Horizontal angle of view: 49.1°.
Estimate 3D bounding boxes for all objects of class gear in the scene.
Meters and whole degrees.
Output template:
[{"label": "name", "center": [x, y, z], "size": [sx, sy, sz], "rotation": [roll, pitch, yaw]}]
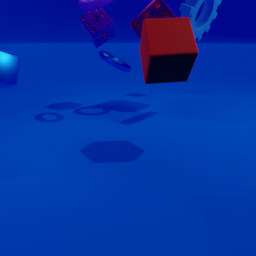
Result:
[{"label": "gear", "center": [2.144, -3.478, 8.377], "size": [0.339, 1.830, 1.830], "rotation": [36, 35, 26]}]

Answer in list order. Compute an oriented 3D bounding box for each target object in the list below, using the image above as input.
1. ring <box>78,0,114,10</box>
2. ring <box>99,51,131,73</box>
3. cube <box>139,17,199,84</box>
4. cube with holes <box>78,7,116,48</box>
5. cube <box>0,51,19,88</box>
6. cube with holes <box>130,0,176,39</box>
[{"label": "ring", "center": [-0.870, -3.863, 8.261], "size": [1.259, 0.252, 1.259], "rotation": [-13, 44, 12]}, {"label": "ring", "center": [-0.457, -2.354, 9.938], "size": [1.288, 0.258, 1.288], "rotation": [28, 15, -8]}, {"label": "cube", "center": [0.823, -1.644, 6.025], "size": [0.983, 0.983, 0.983], "rotation": [-4, -25, -5]}, {"label": "cube with holes", "center": [-1.097, -3.657, 10.129], "size": [0.889, 0.889, 0.889], "rotation": [-35, -13, -3]}, {"label": "cube", "center": [-3.474, -1.538, 7.334], "size": [0.824, 0.824, 0.824], "rotation": [1, -3, 34]}, {"label": "cube with holes", "center": [1.207, -3.563, 10.246], "size": [1.381, 1.381, 1.381], "rotation": [-38, -16, 20]}]
